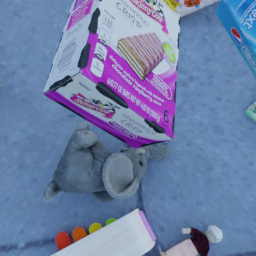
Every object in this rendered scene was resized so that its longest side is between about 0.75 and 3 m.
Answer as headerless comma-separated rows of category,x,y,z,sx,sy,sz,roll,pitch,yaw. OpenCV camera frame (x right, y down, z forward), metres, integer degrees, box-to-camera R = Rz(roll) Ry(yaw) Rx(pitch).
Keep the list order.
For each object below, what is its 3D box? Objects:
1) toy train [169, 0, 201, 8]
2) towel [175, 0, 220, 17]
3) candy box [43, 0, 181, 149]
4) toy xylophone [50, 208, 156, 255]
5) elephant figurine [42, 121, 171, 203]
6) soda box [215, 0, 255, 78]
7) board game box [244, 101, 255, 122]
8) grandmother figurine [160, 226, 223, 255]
toy train,1.140,-3.091,6.306,0.852,1.135,0.316,-8,64,42
towel,1.794,-4.642,7.982,2.915,0.470,2.784,-20,74,14
candy box,-0.018,-1.102,3.768,0.706,1.579,2.315,-18,53,39
toy xylophone,-0.502,2.936,6.173,2.485,0.624,1.819,-18,75,-5
elephant figurine,-0.328,0.968,6.364,2.372,1.678,1.840,26,104,-8
soda box,2.663,-1.633,5.469,0.738,0.780,2.300,-31,88,9
board game box,3.549,-0.332,7.366,0.538,0.116,0.800,-41,78,-10
grandmother figurine,1.485,2.673,6.378,1.499,0.454,0.909,-24,97,-10
